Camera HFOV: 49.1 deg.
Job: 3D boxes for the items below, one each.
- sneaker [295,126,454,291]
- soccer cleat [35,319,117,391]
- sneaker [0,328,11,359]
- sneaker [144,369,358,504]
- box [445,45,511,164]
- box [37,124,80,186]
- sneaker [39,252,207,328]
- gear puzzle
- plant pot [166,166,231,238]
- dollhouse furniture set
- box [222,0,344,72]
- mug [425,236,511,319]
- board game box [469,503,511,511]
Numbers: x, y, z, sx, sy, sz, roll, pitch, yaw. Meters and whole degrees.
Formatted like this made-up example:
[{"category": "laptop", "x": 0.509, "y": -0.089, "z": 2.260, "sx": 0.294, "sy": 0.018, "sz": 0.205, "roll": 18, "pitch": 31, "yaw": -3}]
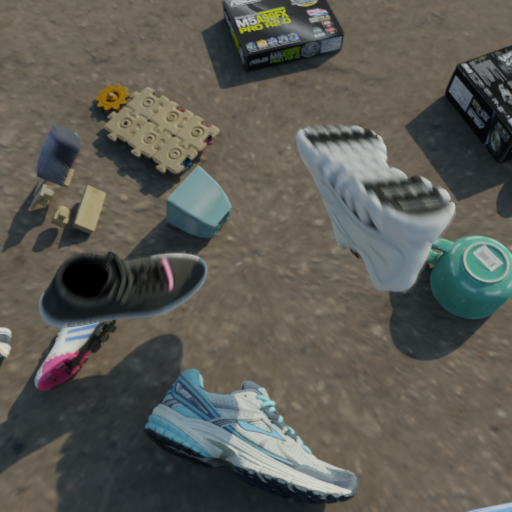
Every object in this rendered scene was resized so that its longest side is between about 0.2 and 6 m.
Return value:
[{"category": "sneaker", "x": 1.345, "y": -0.823, "z": 7.721, "sx": 1.276, "sy": 1.376, "sz": 3.396, "roll": -5, "pitch": 35, "yaw": -12}, {"category": "soccer cleat", "x": -3.244, "y": 1.546, "z": 9.801, "sx": 0.763, "sy": 0.617, "sz": 1.766, "roll": 32, "pitch": 62, "yaw": 24}, {"category": "sneaker", "x": -4.983, "y": 1.668, "z": 9.715, "sx": 1.379, "sy": 0.541, "sz": 0.548, "roll": -13, "pitch": 59, "yaw": -8}, {"category": "sneaker", "x": 0.031, "y": 2.752, "z": 8.777, "sx": 3.399, "sy": 1.319, "sz": 1.467, "roll": 19, "pitch": 62, "yaw": 9}, {"category": "box", "x": 5.449, "y": -3.297, "z": 11.957, "sx": 1.776, "sy": 0.934, "sz": 2.168, "roll": -23, "pitch": 66, "yaw": -11}, {"category": "box", "x": -3.230, "y": -1.654, "z": 9.139, "sx": 0.454, "sy": 0.732, "sz": 0.738, "roll": 22, "pitch": 19, "yaw": -29}, {"category": "sneaker", "x": -1.771, "y": 0.382, "z": 8.132, "sx": 2.583, "sy": 1.281, "sz": 0.913, "roll": -13, "pitch": 77, "yaw": -26}, {"category": "gear puzzle", "x": -2.358, "y": -2.803, "z": 12.074, "sx": 3.022, "sy": 0.396, "sz": 1.565, "roll": 34, "pitch": 70, "yaw": 19}, {"category": "plant pot", "x": -1.043, "y": -0.918, "z": 10.802, "sx": 0.998, "sy": 0.977, "sz": 0.980, "roll": 36, "pitch": 69, "yaw": 6}, {"category": "dollhouse furniture set", "x": -3.822, "y": -1.039, "z": 11.249, "sx": 1.177, "sy": 0.959, "sz": 1.120, "roll": 24, "pitch": 61, "yaw": -27}, {"category": "box", "x": 0.611, "y": -5.455, "z": 13.254, "sx": 2.413, "sy": 0.534, "sz": 1.933, "roll": -15, "pitch": 65, "yaw": -7}, {"category": "mug", "x": 3.823, "y": 0.315, "z": 10.110, "sx": 1.668, "sy": 1.031, "sz": 1.370, "roll": 7, "pitch": 64, "yaw": 3}, {"category": "board game box", "x": 3.493, "y": 3.662, "z": 7.742, "sx": 1.741, "sy": 2.302, "sz": 0.421, "roll": -10, "pitch": 64, "yaw": -4}]
